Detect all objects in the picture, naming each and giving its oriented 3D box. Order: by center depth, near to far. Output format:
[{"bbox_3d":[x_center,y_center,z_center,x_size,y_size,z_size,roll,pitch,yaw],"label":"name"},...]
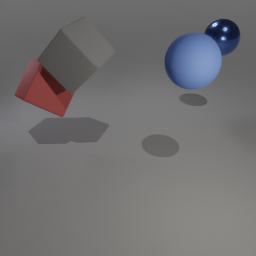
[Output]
[{"bbox_3d":[1.624,-1.674,7.061,1.400,1.400,1.400,0,30,0],"label":"ball"},{"bbox_3d":[-1.489,-2.145,8.302,1.400,1.400,1.400,-35,15,37],"label":"cube"},{"bbox_3d":[-2.721,-1.353,9.388,1.400,1.400,1.400,26,-3,-35],"label":"cube"},{"bbox_3d":[3.671,-3.548,11.011,1.400,1.400,1.400,0,30,0],"label":"ball"}]
